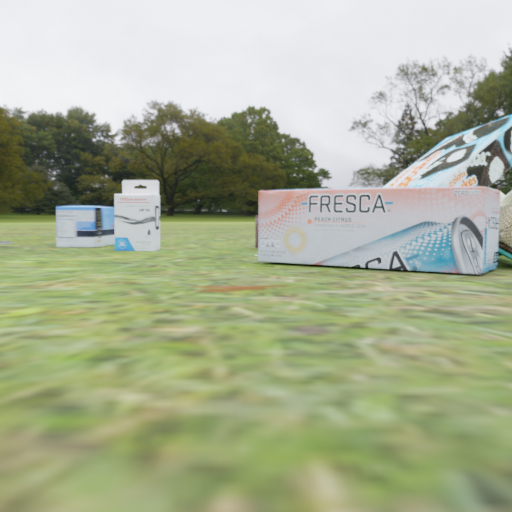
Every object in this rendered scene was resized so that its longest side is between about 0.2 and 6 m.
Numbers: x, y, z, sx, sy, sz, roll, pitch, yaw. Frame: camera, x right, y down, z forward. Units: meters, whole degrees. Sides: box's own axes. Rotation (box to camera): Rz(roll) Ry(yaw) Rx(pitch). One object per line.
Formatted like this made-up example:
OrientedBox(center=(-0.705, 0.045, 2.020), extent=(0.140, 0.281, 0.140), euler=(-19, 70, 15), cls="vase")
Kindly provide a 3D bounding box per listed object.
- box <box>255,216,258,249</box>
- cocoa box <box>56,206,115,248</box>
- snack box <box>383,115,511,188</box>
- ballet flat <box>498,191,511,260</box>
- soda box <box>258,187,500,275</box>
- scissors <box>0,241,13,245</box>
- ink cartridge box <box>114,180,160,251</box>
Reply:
OrientedBox(center=(0.270, -0.434, 10.314), extent=(0.486, 0.649, 1.296), euler=(-1, 5, -5), cls="box")
OrientedBox(center=(-3.464, -0.608, 11.485), extent=(0.832, 0.818, 1.247), euler=(0, 4, 4), cls="cocoa box")
OrientedBox(center=(2.819, -1.136, 8.811), extent=(3.131, 0.581, 1.819), euler=(-37, 11, -23), cls="snack box")
OrientedBox(center=(3.297, -0.448, 7.633), extent=(0.932, 1.035, 2.748), euler=(27, 4, -1), cls="ballet flat")
OrientedBox(center=(1.395, -0.342, 6.834), extent=(2.824, 0.966, 0.898), euler=(3, 5, 34), cls="soda box")
OrientedBox(center=(-5.754, -0.209, 10.598), extent=(2.393, 0.167, 0.875), euler=(2, 3, 27), cls="scissors")
OrientedBox(center=(-2.127, -0.725, 10.015), extent=(0.735, 1.268, 0.430), euler=(0, 4, 7), cls="ink cartridge box")
